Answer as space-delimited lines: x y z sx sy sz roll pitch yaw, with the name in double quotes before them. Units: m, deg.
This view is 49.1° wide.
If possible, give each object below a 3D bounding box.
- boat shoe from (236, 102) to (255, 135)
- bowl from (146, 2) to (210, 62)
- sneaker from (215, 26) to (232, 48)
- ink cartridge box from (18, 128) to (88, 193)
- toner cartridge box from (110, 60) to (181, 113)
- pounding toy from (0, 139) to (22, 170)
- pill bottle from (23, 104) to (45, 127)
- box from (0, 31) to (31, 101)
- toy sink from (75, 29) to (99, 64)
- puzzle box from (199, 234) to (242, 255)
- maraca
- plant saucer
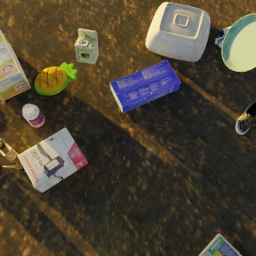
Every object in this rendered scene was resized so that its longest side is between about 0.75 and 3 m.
"boat shoe" 5.086 -0.451 11.791 0.561 0.532 1.604 36 72 14
"bowl" 2.473 -4.738 13.296 2.859 1.067 2.855 17 69 6
"sneaker" 4.902 -4.630 13.407 0.868 0.741 1.970 33 71 12
"ink cartridge box" -2.900 1.244 10.896 2.116 0.892 1.532 -32 71 -12
"toner cartridge box" 0.754 -1.850 12.326 2.811 0.607 1.335 -23 68 -10
"pounding toy" -4.806 1.117 11.006 1.386 0.792 0.795 38 73 15
"pill bottle" -3.884 -0.526 11.474 0.660 1.173 0.660 0 68 0
"box" -5.545 -2.718 12.304 1.437 1.295 2.554 -27 70 -9
"toy sink" -1.613 -3.147 10.911 0.747 1.146 0.642 12 55 5
"puzzle box" 2.965 5.155 9.592 2.500 0.318 1.663 -40 73 -15
"maraca" -3.139 -2.151 12.211 1.961 1.049 1.344 -32 67 -10
"plant saucer" 3.831 -2.689 8.945 0.249 1.814 1.814 5 63 -35
